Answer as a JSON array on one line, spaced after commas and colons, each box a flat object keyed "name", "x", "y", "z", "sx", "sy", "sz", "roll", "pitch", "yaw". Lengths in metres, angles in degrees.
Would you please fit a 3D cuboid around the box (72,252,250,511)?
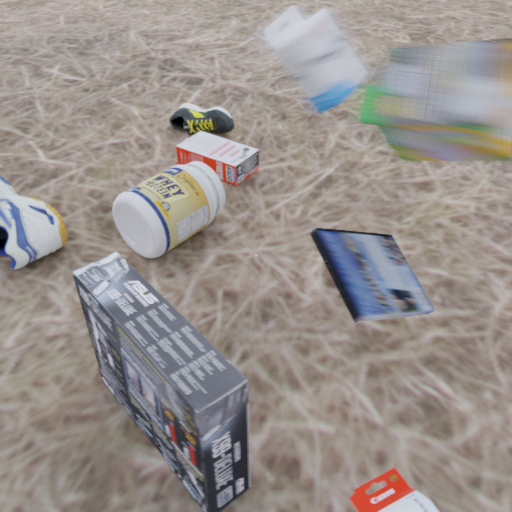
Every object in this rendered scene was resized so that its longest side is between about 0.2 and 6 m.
[{"name": "box", "x": -1.173, "y": 1.522, "z": 6.887, "sx": 0.677, "sy": 2.146, "sz": 2.721, "roll": -28, "pitch": 46, "yaw": -30}]

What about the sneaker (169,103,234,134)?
[{"name": "sneaker", "x": -1.386, "y": -3.317, "z": 14.089, "sx": 1.846, "sy": 0.688, "sz": 0.781, "roll": 16, "pitch": 47, "yaw": 32}]

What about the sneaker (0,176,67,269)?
[{"name": "sneaker", "x": -5.010, "y": -0.730, "z": 10.459, "sx": 2.985, "sy": 1.123, "sz": 1.315, "roll": 22, "pitch": 44, "yaw": 25}]

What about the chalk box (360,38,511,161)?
[{"name": "chalk box", "x": 2.110, "y": -1.785, "z": 6.653, "sx": 1.690, "sy": 1.046, "sz": 1.051, "roll": 7, "pitch": 80, "yaw": 31}]

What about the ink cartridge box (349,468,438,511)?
[{"name": "ink cartridge box", "x": 1.652, "y": 3.001, "z": 6.594, "sx": 0.783, "sy": 0.275, "sz": 0.964, "roll": -19, "pitch": 47, "yaw": -21}]

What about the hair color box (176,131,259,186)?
[{"name": "hair color box", "x": -0.878, "y": -2.245, "z": 12.779, "sx": 1.689, "sy": 0.540, "sz": 0.937, "roll": 22, "pitch": 44, "yaw": 27}]

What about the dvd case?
[{"name": "dvd case", "x": 1.537, "y": 0.228, "z": 7.243, "sx": 1.774, "sy": 0.156, "sz": 1.266, "roll": 2, "pitch": 55, "yaw": -45}]

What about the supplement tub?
[{"name": "supplement tub", "x": -1.597, "y": -0.915, "z": 10.530, "sx": 1.323, "sy": 1.323, "sz": 1.832, "roll": 28, "pitch": 47, "yaw": 30}]

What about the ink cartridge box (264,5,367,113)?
[{"name": "ink cartridge box", "x": 0.944, "y": -3.183, "z": 8.812, "sx": 0.903, "sy": 1.556, "sz": 0.528, "roll": -50, "pitch": 21, "yaw": -25}]
